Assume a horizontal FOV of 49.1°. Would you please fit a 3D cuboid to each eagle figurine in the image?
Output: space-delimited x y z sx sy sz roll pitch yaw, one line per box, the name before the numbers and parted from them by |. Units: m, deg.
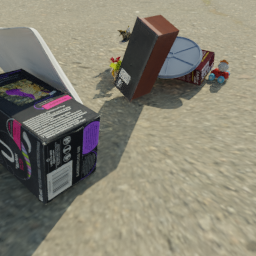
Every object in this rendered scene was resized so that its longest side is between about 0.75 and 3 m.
eagle figurine | 0.073 -3.898 11.875 0.874 0.869 1.152 -47 57 -5

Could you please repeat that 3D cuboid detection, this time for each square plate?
square plate | -2.453 -1.503 7.190 2.674 2.649 0.380 16 57 35

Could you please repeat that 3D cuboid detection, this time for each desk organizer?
desk organizer | 0.536 -2.226 9.184 1.042 2.707 0.971 -26 64 -36

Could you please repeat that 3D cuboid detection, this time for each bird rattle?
bird rattle | -0.504 -2.286 10.889 0.619 0.895 1.098 -5 24 -14

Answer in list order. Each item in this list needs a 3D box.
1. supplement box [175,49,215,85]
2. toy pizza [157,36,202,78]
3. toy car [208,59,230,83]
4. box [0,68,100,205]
supplement box | 2.061 -2.681 11.332 2.470 0.752 1.344 22 56 28
toy pizza | 1.599 -2.654 10.659 2.384 0.378 2.384 -6 52 8
toy car | 3.649 -2.330 10.999 0.737 0.833 0.768 25 42 28
box | -2.276 0.041 6.663 2.951 1.804 1.565 30 39 28
